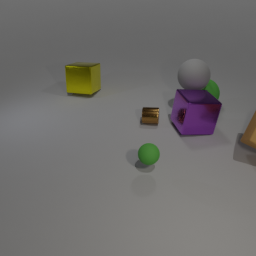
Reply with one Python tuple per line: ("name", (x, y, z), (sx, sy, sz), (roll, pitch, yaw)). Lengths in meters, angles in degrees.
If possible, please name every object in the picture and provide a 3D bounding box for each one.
("ball", (0.661, 0.829, 8.906), (0.700, 0.700, 0.700), (0, 30, 0))
("cylinder", (0.967, -0.534, 11.929), (0.700, 0.700, 0.700), (2, 30, 9))
("cube", (2.705, -0.663, 11.360), (1.400, 1.400, 1.400), (0, 30, -13))
("cube", (4.841, 0.130, 9.310), (1.400, 1.400, 1.400), (27, 2, 10))
("ball", (3.567, -1.614, 13.120), (1.400, 1.400, 1.400), (0, 30, 0))
("cube", (-2.314, -2.629, 14.627), (1.400, 1.400, 1.400), (6, 22, 14))
("ball", (2.852, -2.276, 12.139), (1.400, 1.400, 1.400), (0, 30, 0))
